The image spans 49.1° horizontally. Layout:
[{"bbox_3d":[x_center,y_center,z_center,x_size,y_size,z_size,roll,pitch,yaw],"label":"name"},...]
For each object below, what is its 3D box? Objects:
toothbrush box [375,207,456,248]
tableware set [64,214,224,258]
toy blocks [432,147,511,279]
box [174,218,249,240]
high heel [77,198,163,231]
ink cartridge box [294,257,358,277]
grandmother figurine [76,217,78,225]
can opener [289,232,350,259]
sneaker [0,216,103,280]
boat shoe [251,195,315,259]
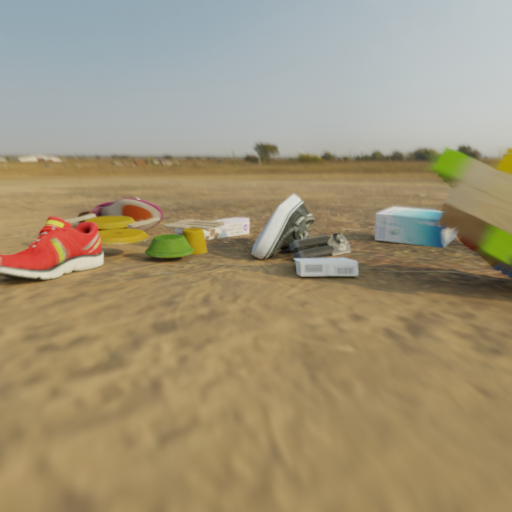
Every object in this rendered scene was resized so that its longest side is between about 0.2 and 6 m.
[{"bbox_3d":[3.594,-0.667,12.589,1.539,0.656,1.127,9,17,31],"label":"toothbrush box"},{"bbox_3d":[-2.686,-0.341,11.540,3.725,0.572,2.510,5,14,21],"label":"tableware set"},{"bbox_3d":[3.739,-0.292,8.031,2.824,1.411,1.931,31,-5,17],"label":"toy blocks"},{"bbox_3d":[-1.004,-0.619,13.216,0.431,0.402,2.080,9,14,42],"label":"box"},{"bbox_3d":[-3.247,-1.118,14.486,2.697,0.909,1.297,4,14,29],"label":"high heel"},{"bbox_3d":[1.112,0.179,9.295,0.926,0.288,1.151,-1,1,-3],"label":"ink cartridge box"},{"bbox_3d":[-4.560,-0.984,15.571,0.681,0.340,1.123,-9,2,32],"label":"grandmother figurine"},{"bbox_3d":[1.205,-0.125,10.830,1.619,0.432,0.541,-10,-19,-42],"label":"can opener"},{"bbox_3d":[-3.376,-0.156,9.025,0.856,0.943,2.222,4,11,24],"label":"sneaker"},{"bbox_3d":[0.678,-0.527,11.174,0.886,0.900,2.497,36,33,1],"label":"boat shoe"}]
